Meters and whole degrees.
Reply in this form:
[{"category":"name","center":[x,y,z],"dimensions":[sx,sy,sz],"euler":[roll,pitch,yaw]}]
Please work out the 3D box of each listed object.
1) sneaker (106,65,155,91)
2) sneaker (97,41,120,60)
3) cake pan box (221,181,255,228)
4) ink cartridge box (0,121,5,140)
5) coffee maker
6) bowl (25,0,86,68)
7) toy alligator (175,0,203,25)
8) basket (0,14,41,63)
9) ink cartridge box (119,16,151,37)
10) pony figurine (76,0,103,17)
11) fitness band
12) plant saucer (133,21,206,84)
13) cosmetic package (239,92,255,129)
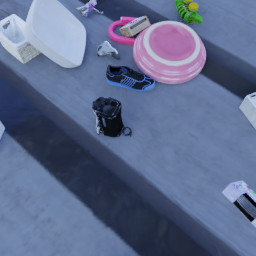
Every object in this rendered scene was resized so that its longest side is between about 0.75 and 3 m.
[{"category":"sneaker","center":[0.078,-1.615,8.901],"dimensions":[1.623,0.632,0.569],"euler":[9,60,6]},{"category":"sneaker","center":[-0.732,-2.552,9.640],"dimensions":[0.591,0.384,1.023],"euler":[-30,54,-11]},{"category":"cake pan box","center":[1.754,1.099,3.990],"dimensions":[0.749,0.813,0.213],"euler":[47,110,30]},{"category":"ink cartridge box","center":[-4.295,0.179,7.912],"dimensions":[1.238,0.531,0.906],"euler":[7,59,5]},{"category":"coffee maker","center":[-0.425,-0.294,7.853],"dimensions":[1.071,1.115,0.751],"euler":[0,61,1]},{"category":"bowl","center":[-2.419,-3.102,9.195],"dimensions":[0.783,2.094,2.097],"euler":[-20,53,33]},{"category":"toy alligator","center":[2.077,-4.667,10.646],"dimensions":[0.627,0.685,2.309],"euler":[-16,61,-9]},{"category":"basket","center":[-3.734,-3.034,9.589],"dimensions":[1.421,0.876,0.963],"euler":[40,67,19]},{"category":"ink cartridge box","center":[0.224,-3.554,9.849],"dimensions":[0.782,0.356,0.949],"euler":[-36,23,-10]},{"category":"pony figurine","center":[-1.442,-4.629,10.725],"dimensions":[0.850,0.708,0.821],"euler":[-41,58,-5]},{"category":"fitness band","center":[0.099,-3.536,10.211],"dimensions":[1.617,0.303,1.161],"euler":[7,60,3]},{"category":"plant saucer","center":[1.422,-2.669,9.377],"dimensions":[2.488,0.631,2.488],"euler":[1,65,-2]},{"category":"cosmetic package","center":[4.914,-0.803,8.396],"dimensions":[2.750,0.696,1.135],"euler":[-20,63,-11]}]
